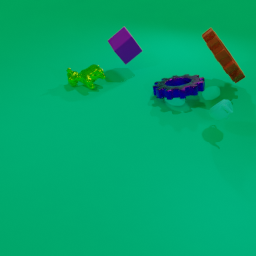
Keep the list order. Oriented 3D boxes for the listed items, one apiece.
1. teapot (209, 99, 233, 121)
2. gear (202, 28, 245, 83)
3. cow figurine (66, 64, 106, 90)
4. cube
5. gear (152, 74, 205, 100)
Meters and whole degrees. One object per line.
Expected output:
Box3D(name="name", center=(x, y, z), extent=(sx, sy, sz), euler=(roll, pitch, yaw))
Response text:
Box3D(name="teapot", center=(2.702, -0.474, 7.992), extent=(0.683, 1.099, 0.538), euler=(-34, 84, -4))
Box3D(name="gear", center=(3.357, -2.539, 9.841), extent=(0.383, 2.069, 2.069), euler=(-35, 28, 26))
Box3D(name="cow figurine", center=(-1.610, -1.973, 10.379), extent=(1.266, 0.695, 1.246), euler=(-43, 62, -11))
Box3D(name="cube", center=(-0.119, -3.230, 11.017), extent=(0.873, 0.873, 0.873), euler=(-37, 48, 11))
Box3D(name="gear", center=(1.757, -1.453, 9.732), extent=(1.756, 0.325, 1.756), euler=(-9, 25, 4))
